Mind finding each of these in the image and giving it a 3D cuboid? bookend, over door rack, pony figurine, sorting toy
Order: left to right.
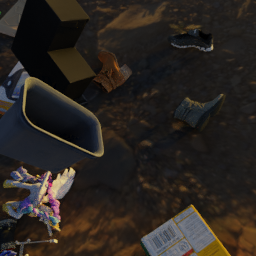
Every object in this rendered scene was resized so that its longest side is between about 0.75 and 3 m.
[{"bbox_3d":[-4.567,-4.625,11.737,2.732,0.402,2.020,20,65,8],"label":"sorting toy"},{"bbox_3d":[-2.330,3.183,6.965,1.049,0.349,0.775,-2,60,-2],"label":"over door rack"},{"bbox_3d":[-2.330,1.698,7.399,1.860,1.549,1.795,14,74,18],"label":"pony figurine"},{"bbox_3d":[-1.884,-2.349,8.265,1.277,2.772,2.755,-29,78,-45],"label":"bookend"}]

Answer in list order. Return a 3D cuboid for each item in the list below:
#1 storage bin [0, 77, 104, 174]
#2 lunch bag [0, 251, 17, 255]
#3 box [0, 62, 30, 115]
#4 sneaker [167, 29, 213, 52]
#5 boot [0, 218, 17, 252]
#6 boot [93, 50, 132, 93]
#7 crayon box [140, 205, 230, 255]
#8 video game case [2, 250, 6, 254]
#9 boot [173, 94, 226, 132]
[{"bbox_3d":[-1.746,0.059,5.989,1.356,2.019,1.469,-33,47,24],"label":"storage bin"},{"bbox_3d":[-3.056,3.777,5.979,2.565,0.969,2.055,-7,62,9],"label":"lunch bag"},{"bbox_3d":[-3.333,-1.555,9.764,1.643,0.573,2.761,15,61,9],"label":"box"},{"bbox_3d":[2.444,-3.498,10.799,1.806,0.817,0.600,12,58,7],"label":"sneaker"},{"bbox_3d":[-3.375,2.798,7.192,1.010,0.364,0.763,-11,61,-6],"label":"boot"},{"bbox_3d":[-0.819,-2.045,10.054,1.624,0.598,1.256,38,69,23],"label":"boot"},{"bbox_3d":[1.639,3.379,6.656,1.597,0.655,2.541,-28,62,-16],"label":"crayon box"},{"bbox_3d":[-2.638,3.752,6.516,1.480,0.132,1.059,29,84,16],"label":"video game case"},{"bbox_3d":[2.357,-0.755,9.282,1.156,0.599,1.770,35,63,26],"label":"boot"}]
